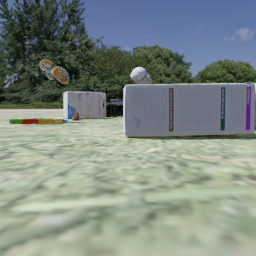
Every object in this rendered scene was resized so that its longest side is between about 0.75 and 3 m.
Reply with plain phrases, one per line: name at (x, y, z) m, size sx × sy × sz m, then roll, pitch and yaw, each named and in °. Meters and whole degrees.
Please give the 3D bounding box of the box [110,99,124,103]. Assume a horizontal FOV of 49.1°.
box at (-0.051, -1.358, 18.239) m, size 1.605 × 1.012 × 1.633 m, roll 3°, pitch 6°, yaw 33°

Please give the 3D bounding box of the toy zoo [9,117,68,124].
toy zoo at (-3.033, -0.261, 9.888) m, size 1.818 × 0.186 × 1.193 m, roll 0°, pitch 5°, yaw 3°

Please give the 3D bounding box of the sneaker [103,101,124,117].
sneaker at (-0.424, -1.002, 15.052) m, size 2.651 × 0.937 × 1.315 m, roll -4°, pitch 5°, yaw 25°

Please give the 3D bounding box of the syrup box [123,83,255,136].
syrup box at (1.218, -0.388, 5.962) m, size 2.623 × 1.068 × 1.033 m, roll 0°, pitch 5°, yaw -3°

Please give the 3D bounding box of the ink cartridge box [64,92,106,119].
ink cartridge box at (-2.082, -1.108, 13.726) m, size 1.963 × 1.262 × 1.229 m, roll -1°, pitch 4°, yaw -21°

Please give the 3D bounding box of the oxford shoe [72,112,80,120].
oxford shoe at (-2.241, -0.508, 11.980) m, size 0.335 × 0.342 × 0.942 m, roll -1°, pitch 5°, yaw -12°

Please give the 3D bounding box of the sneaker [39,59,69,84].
sneaker at (-2.770, -2.046, 10.693) m, size 1.386 × 0.608 × 0.524 m, roll 38°, pitch 58°, yaw 15°

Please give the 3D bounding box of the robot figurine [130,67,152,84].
robot figurine at (0.542, -2.011, 11.331) m, size 0.960 × 0.639 × 1.132 m, roll 9°, pitch -22°, yaw 36°
